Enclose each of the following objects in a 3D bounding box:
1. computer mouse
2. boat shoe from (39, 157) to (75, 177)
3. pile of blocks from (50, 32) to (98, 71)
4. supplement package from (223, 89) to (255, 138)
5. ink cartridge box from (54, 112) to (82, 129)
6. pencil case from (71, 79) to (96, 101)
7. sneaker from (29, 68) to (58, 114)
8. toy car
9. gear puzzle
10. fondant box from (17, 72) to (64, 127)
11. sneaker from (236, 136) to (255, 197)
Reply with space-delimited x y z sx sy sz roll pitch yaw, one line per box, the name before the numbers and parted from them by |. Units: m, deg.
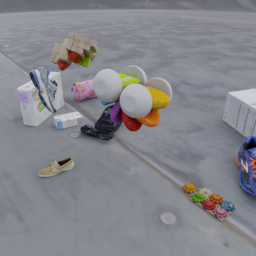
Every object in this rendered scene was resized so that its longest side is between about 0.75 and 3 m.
computer mouse | -0.832 -0.195 11.495 1.483 0.565 2.142 14 43 23
boat shoe | -2.311 1.227 9.044 1.160 0.385 0.429 -18 34 -28
pile of blocks | -1.835 -2.326 9.413 1.212 0.917 2.952 20 -2 -26
supplement package | 5.075 -0.479 11.066 1.360 1.364 2.326 -9 31 -16
ink cartridge box | -2.521 -0.325 11.803 1.073 0.364 0.618 -14 32 -23
pencil case | -1.703 -2.061 14.263 2.288 1.000 1.000 -18 34 -25
sneaker | -2.524 -1.190 9.026 0.683 1.604 0.618 -31 42 -22
toy car | 0.072 -0.776 8.074 2.175 1.631 1.903 31 31 23
gear puzzle | 2.243 1.950 7.953 0.798 0.202 1.540 -23 37 -34
fondant box | -3.733 -1.333 12.270 0.670 1.660 2.301 9 31 15
sneaker | 3.884 1.132 8.569 0.980 1.020 2.600 1 29 4
